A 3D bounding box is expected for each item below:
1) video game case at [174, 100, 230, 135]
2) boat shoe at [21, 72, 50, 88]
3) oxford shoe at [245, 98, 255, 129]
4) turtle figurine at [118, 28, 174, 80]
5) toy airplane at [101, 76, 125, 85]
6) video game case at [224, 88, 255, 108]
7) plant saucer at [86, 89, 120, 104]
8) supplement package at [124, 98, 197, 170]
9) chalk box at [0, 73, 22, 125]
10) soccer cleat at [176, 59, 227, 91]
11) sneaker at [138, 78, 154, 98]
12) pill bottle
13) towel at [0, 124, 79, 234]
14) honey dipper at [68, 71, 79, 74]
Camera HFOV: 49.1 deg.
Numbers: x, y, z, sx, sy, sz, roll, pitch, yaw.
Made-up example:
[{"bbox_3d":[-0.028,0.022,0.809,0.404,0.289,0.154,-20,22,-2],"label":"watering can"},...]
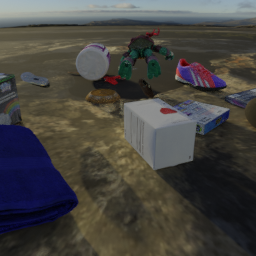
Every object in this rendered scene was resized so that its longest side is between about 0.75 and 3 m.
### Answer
[{"bbox_3d":[2.210,-0.404,9.136,1.544,0.387,1.703,21,32,38],"label":"video game case"},{"bbox_3d":[-3.588,-1.818,10.841,1.239,0.351,0.425,18,67,17],"label":"boat shoe"},{"bbox_3d":[4.497,-0.140,8.289,0.939,0.940,2.635,19,18,-25],"label":"oxford shoe"},{"bbox_3d":[0.509,-2.662,10.243,2.120,1.426,2.832,-16,29,17],"label":"turtle figurine"},{"bbox_3d":[-0.674,-2.448,13.821,1.353,0.249,1.353,1,26,0],"label":"toy airplane"},{"bbox_3d":[5.406,-0.892,10.388,2.044,0.271,2.862,-15,30,-30],"label":"video game case"},{"bbox_3d":[-1.016,-1.336,11.368,1.420,0.251,1.420,0,25,0],"label":"plant saucer"},{"bbox_3d":[0.747,0.069,7.229,1.124,1.110,1.853,-10,26,-21],"label":"supplement package"},{"bbox_3d":[-4.212,-0.981,8.429,1.249,2.018,1.256,7,25,14],"label":"chalk box"},{"bbox_3d":[3.263,-2.426,12.783,0.983,1.055,2.882,-14,28,-28],"label":"soccer cleat"},{"bbox_3d":[0.765,-1.582,11.142,0.329,0.935,0.353,-49,15,-29],"label":"sneaker"},{"bbox_3d":[-1.735,-3.582,14.702,1.601,1.601,2.852,0,24,0],"label":"pill bottle"},{"bbox_3d":[-2.417,0.832,5.393,2.019,0.677,2.734,4,27,-41],"label":"towel"},{"bbox_3d":[-2.923,-3.028,15.240,0.806,0.153,0.153,6,25,19],"label":"honey dipper"}]
